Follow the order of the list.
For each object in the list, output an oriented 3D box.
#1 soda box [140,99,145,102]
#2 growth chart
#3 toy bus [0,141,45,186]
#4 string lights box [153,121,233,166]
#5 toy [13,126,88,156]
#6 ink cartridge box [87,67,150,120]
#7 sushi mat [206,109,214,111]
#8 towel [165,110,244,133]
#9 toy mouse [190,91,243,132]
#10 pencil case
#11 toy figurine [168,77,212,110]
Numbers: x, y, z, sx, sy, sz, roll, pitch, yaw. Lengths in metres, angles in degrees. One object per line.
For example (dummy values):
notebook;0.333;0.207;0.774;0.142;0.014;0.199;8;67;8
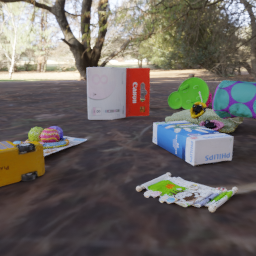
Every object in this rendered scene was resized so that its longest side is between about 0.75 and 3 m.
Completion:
soda box;0.361;-1.345;15.133;0.503;0.533;1.572;-8;15;-34
growth chart;0.978;1.082;4.808;1.481;0.131;1.072;8;16;37
toy bus;-2.681;0.721;5.126;2.156;0.702;0.844;-11;15;-40
string lights box;1.557;0.313;7.174;1.066;0.611;2.074;-5;13;-21
toy;-2.272;0.280;7.456;1.421;0.582;2.467;5;13;20
ink cartridge box;-0.358;-1.455;11.708;2.664;2.165;0.760;-1;14;-4
sushi mat;3.910;-0.681;12.977;1.205;0.152;2.519;3;13;17
towel;2.830;-0.328;10.349;2.507;0.457;1.860;8;19;31
toy mouse;2.873;-0.296;9.240;1.716;0.374;1.931;15;55;26
pencil case;3.933;-0.650;8.072;2.696;1.246;1.147;14;26;38
toy figurine;3.604;-1.577;15.146;2.260;1.696;2.080;-21;-15;31
